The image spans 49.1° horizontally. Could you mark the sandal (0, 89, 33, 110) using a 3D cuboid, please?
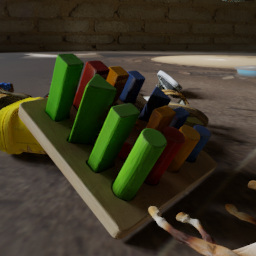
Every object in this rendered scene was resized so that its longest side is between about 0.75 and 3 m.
[{"bbox_3d":[-4.080,-0.799,9.204,2.098,0.843,0.567,7,40,8],"label":"sandal"}]

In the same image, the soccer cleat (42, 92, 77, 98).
[{"bbox_3d":[-2.137,-0.820,9.253,0.767,0.715,2.096,17,22,17],"label":"soccer cleat"}]

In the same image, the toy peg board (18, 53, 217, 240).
[{"bbox_3d":[0.117,-0.151,4.520,2.579,1.267,2.590,-19,55,-44],"label":"toy peg board"}]

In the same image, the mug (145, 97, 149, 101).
[{"bbox_3d":[0.508,-0.009,6.579,1.273,0.940,1.116,-31,33,1],"label":"mug"}]

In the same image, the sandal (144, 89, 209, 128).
[{"bbox_3d":[1.161,-0.688,7.989,1.140,0.766,2.837,32,-3,-31],"label":"sandal"}]

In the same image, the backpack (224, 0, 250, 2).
[{"bbox_3d":[2.519,-3.462,6.508,1.219,0.924,1.460,-3,36,-13],"label":"backpack"}]

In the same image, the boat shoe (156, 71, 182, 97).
[{"bbox_3d":[1.670,-1.900,12.351,0.777,0.719,2.106,37,11,-32],"label":"boat shoe"}]

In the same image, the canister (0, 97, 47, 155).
[{"bbox_3d":[-1.350,-0.021,6.258,2.380,1.030,1.768,5,19,10],"label":"canister"}]

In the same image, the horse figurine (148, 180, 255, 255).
[{"bbox_3d":[1.349,1.274,2.873,2.411,0.602,1.598,-4,27,-26],"label":"horse figurine"}]

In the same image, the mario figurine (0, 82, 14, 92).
[{"bbox_3d":[-5.781,-1.532,11.697,1.126,0.967,1.823,-31,-11,31],"label":"mario figurine"}]
